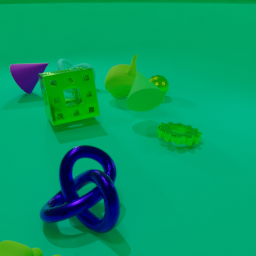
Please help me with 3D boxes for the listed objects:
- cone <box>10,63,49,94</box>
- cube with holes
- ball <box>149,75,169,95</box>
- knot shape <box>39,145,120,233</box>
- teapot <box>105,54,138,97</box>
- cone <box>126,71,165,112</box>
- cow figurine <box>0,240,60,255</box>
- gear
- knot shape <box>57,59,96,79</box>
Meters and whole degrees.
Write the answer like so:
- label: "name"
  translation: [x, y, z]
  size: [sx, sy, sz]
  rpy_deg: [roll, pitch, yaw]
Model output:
- label: "cone"
  translation: [-3.443, -2.096, 10.354]
  size: [1.231, 1.227, 1.227]
  rpy_deg: [-27, 26, 8]
- label: "cube with holes"
  translation: [-1.754, -0.995, 8.234]
  size: [1.350, 1.350, 1.350]
  rpy_deg: [-14, 18, -20]
- label: "ball"
  translation: [1.086, -1.520, 10.253]
  size: [0.837, 0.837, 0.837]
  rpy_deg: [0, 26, 0]
- label: "knot shape"
  translation: [-0.679, 1.116, 4.732]
  size: [1.464, 0.723, 1.565]
  rpy_deg: [27, 74, 38]
- label: "teapot"
  translation: [-0.160, -1.771, 9.890]
  size: [1.291, 2.077, 1.017]
  rpy_deg: [6, 66, -27]
- label: "cone"
  translation: [0.410, -1.261, 8.303]
  size: [1.126, 1.126, 1.130]
  rpy_deg: [-5, 60, -10]
- label: "cow figurine"
  translation: [-1.144, 1.678, 2.944]
  size: [0.586, 1.067, 1.050]
  rpy_deg: [8, 4, 19]
- label: "gear"
  translation: [1.352, 0.133, 7.424]
  size: [1.158, 0.214, 1.158]
  rpy_deg: [6, 20, -2]
- label: "knot shape"
  translation: [-2.301, -2.200, 11.321]
  size: [1.866, 0.862, 1.746]
  rpy_deg: [-5, 36, -14]
